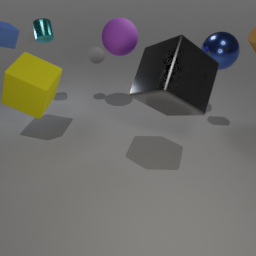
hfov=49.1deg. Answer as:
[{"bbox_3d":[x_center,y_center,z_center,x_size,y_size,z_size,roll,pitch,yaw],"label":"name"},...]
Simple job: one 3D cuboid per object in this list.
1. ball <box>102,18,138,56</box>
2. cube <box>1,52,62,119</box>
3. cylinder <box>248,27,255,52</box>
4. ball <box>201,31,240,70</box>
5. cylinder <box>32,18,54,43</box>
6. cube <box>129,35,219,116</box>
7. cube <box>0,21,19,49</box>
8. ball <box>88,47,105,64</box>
[{"bbox_3d":[-0.311,-3.499,10.789,1.400,1.400,1.400,0,31,0],"label":"ball"},{"bbox_3d":[-3.270,-1.448,9.567,1.400,1.400,1.400,24,42,-7],"label":"cube"},{"bbox_3d":[4.107,-2.638,8.473,0.700,0.700,0.700,-28,45,31],"label":"cylinder"},{"bbox_3d":[3.455,-2.896,10.542,1.400,1.400,1.400,0,31,0],"label":"ball"},{"bbox_3d":[-3.293,-3.780,10.901,0.700,0.700,0.700,-12,-3,-1],"label":"cylinder"},{"bbox_3d":[1.133,-1.198,6.948,1.400,1.400,1.400,24,-11,-31],"label":"cube"},{"bbox_3d":[-4.394,-3.300,9.878,0.700,0.700,0.700,37,25,25],"label":"cube"},{"bbox_3d":[-1.343,-3.112,11.987,0.700,0.700,0.700,0,31,0],"label":"ball"}]
